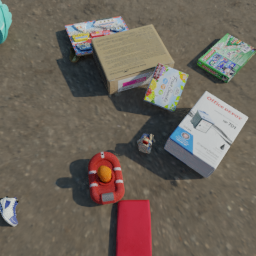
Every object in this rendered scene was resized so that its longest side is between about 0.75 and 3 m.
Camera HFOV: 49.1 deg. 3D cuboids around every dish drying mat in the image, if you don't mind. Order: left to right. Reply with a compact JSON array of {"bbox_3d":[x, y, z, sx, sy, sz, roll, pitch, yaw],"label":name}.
[{"bbox_3d":[0.181,3.684,8.717,1.104,0.262,2.874,0,60,1],"label":"dish drying mat"}]

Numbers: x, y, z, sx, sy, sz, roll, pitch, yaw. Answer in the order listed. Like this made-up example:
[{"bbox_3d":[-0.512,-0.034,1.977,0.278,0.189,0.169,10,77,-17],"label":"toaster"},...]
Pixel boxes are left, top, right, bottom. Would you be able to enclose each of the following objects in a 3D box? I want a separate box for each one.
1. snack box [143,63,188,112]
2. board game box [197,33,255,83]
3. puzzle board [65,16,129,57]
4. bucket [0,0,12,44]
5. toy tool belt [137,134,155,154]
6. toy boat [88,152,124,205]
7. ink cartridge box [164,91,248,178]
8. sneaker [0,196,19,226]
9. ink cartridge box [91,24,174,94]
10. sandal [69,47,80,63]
[{"bbox_3d":[1.487,-1.598,11.125,1.309,0.525,1.552,22,92,-4],"label":"snack box"},{"bbox_3d":[4.536,-3.248,12.817,1.624,0.351,2.414,38,66,21],"label":"board game box"},{"bbox_3d":[-1.331,-4.515,13.470,2.947,0.256,2.221,-15,60,-16],"label":"puzzle board"},{"bbox_3d":[-6.475,-4.861,12.867,2.064,2.064,1.343,2,60,1],"label":"bucket"},{"bbox_3d":[0.677,0.461,10.200,0.625,1.001,0.615,20,62,8],"label":"toy tool belt"},{"bbox_3d":[-0.771,1.593,9.426,1.160,1.162,1.778,-8,59,-5],"label":"toy boat"},{"bbox_3d":[2.850,0.192,10.268,1.880,1.103,2.568,35,67,14],"label":"ink cartridge box"},{"bbox_3d":[-3.858,2.637,9.233,0.617,0.432,1.069,-38,64,-18],"label":"sneaker"},{"bbox_3d":[0.149,-3.015,12.165,2.928,1.100,2.412,-17,65,-11],"label":"ink cartridge box"},{"bbox_3d":[-2.475,-3.342,12.929,0.462,0.311,1.151,-5,47,-11],"label":"sandal"}]
